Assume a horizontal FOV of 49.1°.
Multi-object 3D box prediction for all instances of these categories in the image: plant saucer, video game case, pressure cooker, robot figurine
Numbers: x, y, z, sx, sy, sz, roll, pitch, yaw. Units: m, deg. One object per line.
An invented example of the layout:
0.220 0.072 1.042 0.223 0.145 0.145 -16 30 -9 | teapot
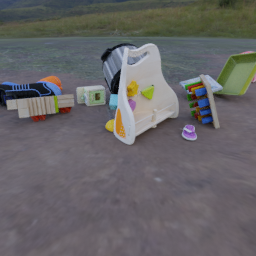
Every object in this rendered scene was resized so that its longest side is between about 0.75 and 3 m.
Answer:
4.371 -2.057 11.177 0.448 1.870 1.873 29 0 -20 | plant saucer
2.891 -1.686 11.194 1.292 0.142 1.177 -16 37 -7 | video game case
-0.017 -2.182 10.673 1.811 1.783 2.027 -18 51 -6 | pressure cooker
-3.306 -1.795 11.849 0.879 0.713 1.222 -14 16 26 | robot figurine

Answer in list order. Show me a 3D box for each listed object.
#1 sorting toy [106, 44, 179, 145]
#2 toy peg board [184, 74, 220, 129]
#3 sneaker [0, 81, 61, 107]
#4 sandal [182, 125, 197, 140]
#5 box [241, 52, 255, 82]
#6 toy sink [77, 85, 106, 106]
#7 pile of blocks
0.337 -1.144 7.984 1.387 2.337 2.597 15 26 32 | sorting toy
2.222 -0.774 8.603 0.675 1.380 1.374 -15 20 12 | toy peg board
-3.749 -1.121 10.035 2.649 0.929 1.032 3 29 16 | sneaker
1.695 0.070 7.776 0.389 0.235 0.956 3 22 7 | sandal
6.461 -3.257 14.749 1.182 1.282 2.498 16 26 34 | box
-1.359 -1.183 10.390 0.973 0.634 0.545 -8 23 -20 | toy sink
-2.763 -0.626 9.006 0.982 0.743 2.391 2 10 41 | pile of blocks
